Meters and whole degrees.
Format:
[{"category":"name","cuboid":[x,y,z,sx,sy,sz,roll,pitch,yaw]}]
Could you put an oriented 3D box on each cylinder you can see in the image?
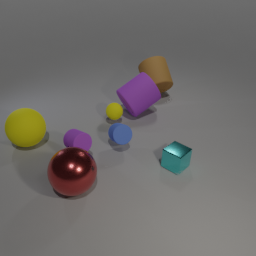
[{"category":"cylinder","cuboid":[1.337,-2.531,13.600,1.400,1.400,1.400,-10,74,-16]},{"category":"cylinder","cuboid":[-0.282,0.195,9.848,0.700,0.700,0.700,-10,9,-17]},{"category":"cylinder","cuboid":[-1.655,0.431,9.197,0.700,0.700,0.700,-24,26,-34]},{"category":"cylinder","cuboid":[0.450,-1.421,11.975,1.400,1.400,1.400,-36,39,-5]}]

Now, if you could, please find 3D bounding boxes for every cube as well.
[{"category":"cube","cuboid":[1.578,0.963,9.130,0.700,0.700,0.700,26,39,34]}]

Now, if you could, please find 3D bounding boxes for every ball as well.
[{"category":"ball","cuboid":[-0.556,-0.685,11.433,0.700,0.700,0.700,0,31,0]},{"category":"ball","cuboid":[-3.670,-0.017,10.057,1.400,1.400,1.400,0,31,0]},{"category":"ball","cuboid":[-1.585,1.232,8.013,1.400,1.400,1.400,0,31,0]}]
